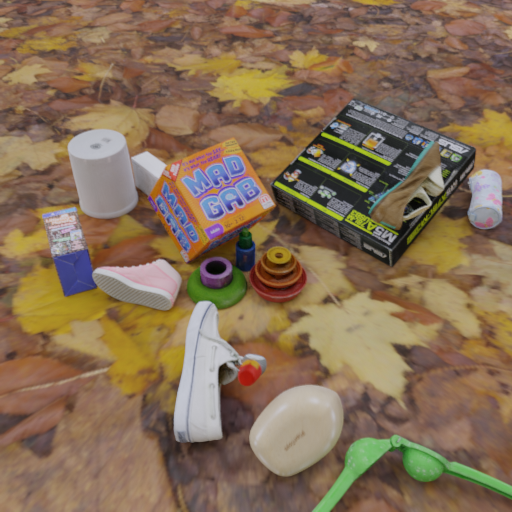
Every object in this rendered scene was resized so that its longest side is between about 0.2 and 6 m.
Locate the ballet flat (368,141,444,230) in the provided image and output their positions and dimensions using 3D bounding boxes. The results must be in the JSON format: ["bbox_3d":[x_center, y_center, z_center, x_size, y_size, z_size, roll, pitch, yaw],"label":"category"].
[{"bbox_3d":[2.916,-1.214,10.177,0.763,0.716,2.110,39,65,12],"label":"ballet flat"}]

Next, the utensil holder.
[{"bbox_3d":[-3.172,-1.698,11.604,1.233,1.451,1.233,0,43,0],"label":"utensil holder"}]

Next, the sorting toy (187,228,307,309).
[{"bbox_3d":[-0.177,0.173,9.962,2.164,0.888,1.300,-3,43,-3],"label":"sorting toy"}]

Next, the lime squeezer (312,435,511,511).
[{"bbox_3d":[1.935,2.895,7.188,3.485,0.657,1.231,-5,42,-7],"label":"lime squeezer"}]

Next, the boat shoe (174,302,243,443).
[{"bbox_3d":[-0.565,1.651,8.343,0.976,0.845,2.289,0,45,6],"label":"boat shoe"}]

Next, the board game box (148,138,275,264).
[{"bbox_3d":[-0.861,-0.990,10.362,1.491,1.492,1.493,-29,87,-28],"label":"board game box"}]

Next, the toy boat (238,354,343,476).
[{"bbox_3d":[0.365,2.024,7.541,1.388,0.768,1.652,-40,88,10],"label":"toy boat"}]

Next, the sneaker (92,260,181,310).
[{"bbox_3d":[-2.057,0.401,9.953,1.545,0.581,0.807,16,46,9],"label":"sneaker"}]

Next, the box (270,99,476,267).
[{"bbox_3d":[2.354,-1.633,11.454,3.037,0.722,2.933,32,73,30],"label":"box"}]

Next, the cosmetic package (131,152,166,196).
[{"bbox_3d":[-1.928,-1.480,11.882,0.461,0.752,1.822,-32,52,-29],"label":"cosmetic package"}]

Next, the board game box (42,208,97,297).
[{"bbox_3d":[-3.378,-0.080,10.160,0.606,0.998,1.252,-15,45,-17],"label":"board game box"}]

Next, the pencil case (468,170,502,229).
[{"bbox_3d":[4.768,-1.196,11.669,0.657,0.602,1.448,18,45,4],"label":"pencil case"}]
